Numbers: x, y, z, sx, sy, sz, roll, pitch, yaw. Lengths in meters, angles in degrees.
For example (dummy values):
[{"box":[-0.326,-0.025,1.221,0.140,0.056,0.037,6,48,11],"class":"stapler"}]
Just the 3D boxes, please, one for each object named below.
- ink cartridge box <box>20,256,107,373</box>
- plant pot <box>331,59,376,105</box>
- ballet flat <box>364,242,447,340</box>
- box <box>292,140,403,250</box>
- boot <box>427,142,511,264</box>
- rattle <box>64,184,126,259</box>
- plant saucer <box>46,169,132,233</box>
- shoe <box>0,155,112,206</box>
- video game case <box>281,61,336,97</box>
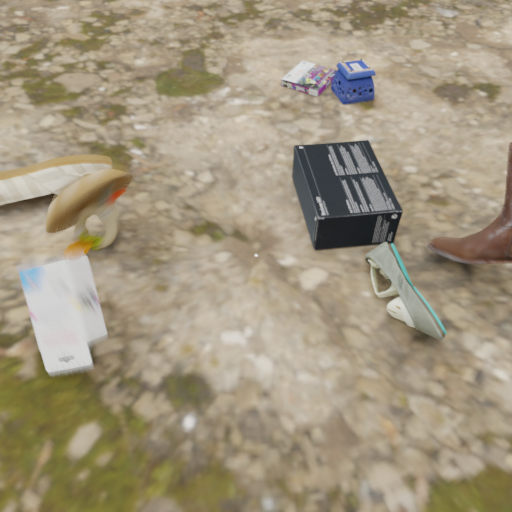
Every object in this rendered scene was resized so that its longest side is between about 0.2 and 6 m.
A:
[{"box":[-2.529,0.775,7.467,0.799,1.388,0.471,-13,1,21],"class":"ink cartridge box"},{"box":[2.223,-3.983,12.695,0.806,0.725,0.806,-11,46,-12],"class":"plant pot"},{"box":[2.169,0.597,8.425,0.613,0.648,1.924,-29,46,10],"class":"ballet flat"},{"box":[1.510,-1.119,9.846,1.435,0.802,2.033,-3,46,-8],"class":"box"},{"box":[3.719,-0.882,8.483,1.976,2.120,0.681,12,14,32],"class":"boot"},{"box":[-2.621,-0.584,8.987,0.751,1.154,0.824,49,25,17],"class":"rattle"},{"box":[-2.699,-0.926,8.852,1.588,1.588,0.281,-37,92,-30],"class":"plant saucer"},{"box":[-3.957,-1.313,10.184,2.716,0.725,0.950,-13,7,-16],"class":"shoe"},{"box":[1.270,-4.217,13.287,0.982,0.194,1.083,23,50,21],"class":"video game case"}]
